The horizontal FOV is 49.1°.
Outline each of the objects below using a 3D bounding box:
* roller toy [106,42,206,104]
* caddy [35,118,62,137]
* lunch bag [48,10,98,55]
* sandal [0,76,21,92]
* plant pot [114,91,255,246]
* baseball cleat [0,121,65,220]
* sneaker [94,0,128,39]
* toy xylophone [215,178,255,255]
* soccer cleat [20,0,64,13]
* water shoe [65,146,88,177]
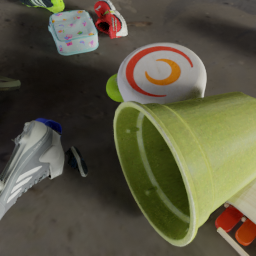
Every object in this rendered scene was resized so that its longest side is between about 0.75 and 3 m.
[{"bbox_3d":[0.965,-1.007,7.923,2.576,1.800,2.350,35,69,25],"label":"roller toy"},{"bbox_3d":[-2.165,0.111,7.596,0.495,0.942,0.666,17,83,22],"label":"caddy"},{"bbox_3d":[-2.151,-3.731,10.877,1.695,0.815,2.114,-17,52,-10],"label":"lunch bag"},{"bbox_3d":[-4.850,-1.802,9.043,2.853,0.814,1.133,9,25,3],"label":"sandal"},{"bbox_3d":[1.541,0.488,6.061,2.727,2.966,2.966,-19,52,-21],"label":"plant pot"},{"bbox_3d":[-2.360,1.202,6.636,0.938,1.432,2.690,4,67,56],"label":"baseball cleat"},{"bbox_3d":[-0.933,-4.488,11.487,1.017,0.922,2.394,-26,54,-14],"label":"sneaker"},{"bbox_3d":[3.053,2.239,5.897,2.127,0.730,2.905,-27,55,-21],"label":"toy xylophone"},{"bbox_3d":[-3.929,-5.877,12.565,2.444,0.991,0.825,21,53,17],"label":"soccer cleat"},{"bbox_3d":[-1.352,0.933,7.335,0.379,0.343,0.960,-35,55,8],"label":"water shoe"}]
